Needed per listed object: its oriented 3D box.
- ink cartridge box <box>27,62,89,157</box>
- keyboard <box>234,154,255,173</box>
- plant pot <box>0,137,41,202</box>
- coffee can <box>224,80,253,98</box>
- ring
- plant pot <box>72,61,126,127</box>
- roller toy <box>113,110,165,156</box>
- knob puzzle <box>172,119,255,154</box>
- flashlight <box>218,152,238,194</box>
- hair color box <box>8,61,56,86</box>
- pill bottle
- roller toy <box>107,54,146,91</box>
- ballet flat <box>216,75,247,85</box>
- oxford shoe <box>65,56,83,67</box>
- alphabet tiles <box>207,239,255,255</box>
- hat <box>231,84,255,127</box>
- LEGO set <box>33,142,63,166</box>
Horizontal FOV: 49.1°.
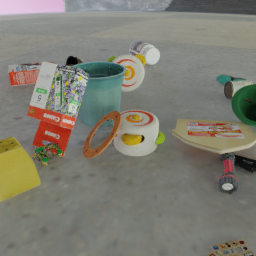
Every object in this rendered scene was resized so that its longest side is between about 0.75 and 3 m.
[{"bbox_3d":[-2.462,-0.647,9.264,1.557,2.858,0.719,15,-2,27],"label":"ink cartridge box"},{"bbox_3d":[3.696,1.149,8.681,1.278,0.164,0.767,14,26,26],"label":"keyboard"},{"bbox_3d":[-3.323,1.001,7.782,1.239,1.276,1.247,-21,34,-32],"label":"plant pot"},{"bbox_3d":[5.305,-1.857,13.427,1.109,0.812,0.812,-3,29,-7],"label":"coffee can"},{"bbox_3d":[-0.827,0.221,9.194,0.177,1.843,1.843,37,16,-26],"label":"ring"},{"bbox_3d":[-1.168,-1.314,11.102,2.163,2.118,2.163,1,28,-1],"label":"plant pot"},{"bbox_3d":[0.248,0.098,9.501,1.699,1.187,1.550,-20,35,-32],"label":"roller toy"},{"bbox_3d":[2.948,0.350,9.571,3.183,0.441,3.183,0,19,0],"label":"knob puzzle"},{"bbox_3d":[2.858,1.197,8.082,0.512,0.510,1.507,6,37,12],"label":"flashlight"},{"bbox_3d":[-5.256,-3.094,15.671,2.608,0.833,1.446,-10,30,-20],"label":"hair color box"},{"bbox_3d":[1.115,-5.058,18.781,1.270,1.270,2.232,-13,32,-22],"label":"pill bottle"},{"bbox_3d":[-0.058,-2.678,13.702,1.913,1.745,1.337,-4,9,0],"label":"roller toy"},{"bbox_3d":[5.558,-2.469,14.966,1.625,0.584,0.584,17,33,27],"label":"ballet flat"},{"bbox_3d":[-3.098,-3.750,16.528,1.012,1.175,2.784,-3,27,-1],"label":"oxford shoe"},{"bbox_3d":[2.213,2.749,5.895,0.965,0.036,0.807,-7,30,-11],"label":"alphabet tiles"},{"bbox_3d":[5.193,-0.466,11.273,2.318,2.040,1.920,-2,64,8],"label":"hat"},{"bbox_3d":[-2.585,0.890,8.962,0.704,0.531,0.916,39,43,7],"label":"LEGO set"}]
